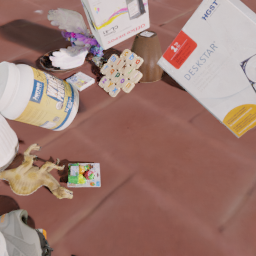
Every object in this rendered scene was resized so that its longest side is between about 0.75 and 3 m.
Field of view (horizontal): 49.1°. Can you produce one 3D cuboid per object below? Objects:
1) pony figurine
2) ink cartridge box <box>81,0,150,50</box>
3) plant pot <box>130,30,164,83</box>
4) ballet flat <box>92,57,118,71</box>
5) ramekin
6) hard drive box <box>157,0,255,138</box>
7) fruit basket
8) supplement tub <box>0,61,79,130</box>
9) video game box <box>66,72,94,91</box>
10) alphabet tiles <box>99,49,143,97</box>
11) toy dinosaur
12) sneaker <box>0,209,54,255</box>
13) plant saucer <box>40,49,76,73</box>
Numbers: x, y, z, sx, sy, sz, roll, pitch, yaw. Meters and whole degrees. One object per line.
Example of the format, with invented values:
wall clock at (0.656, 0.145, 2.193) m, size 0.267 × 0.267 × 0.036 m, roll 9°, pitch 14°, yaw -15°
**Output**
pony figurine at (-1.707, -3.334, 10.466) m, size 2.367 × 2.042 × 2.452 m, roll -3°, pitch 21°, yaw -10°
ink cartridge box at (-0.379, -3.572, 7.820) m, size 1.702 × 2.306 × 0.987 m, roll -28°, pitch 63°, yaw -4°
plant pot at (0.624, -2.595, 9.864) m, size 1.388 × 1.486 × 1.388 m, roll 0°, pitch 40°, yaw 0°
ballet flat at (-0.820, -2.368, 10.475) m, size 1.279 × 0.460 × 0.460 m, roll 13°, pitch 46°, yaw 14°
ramekin at (-4.055, 0.300, 7.229) m, size 2.117 × 1.111 × 2.117 m, roll 0°, pitch 44°, yaw 0°
hard drive box at (1.525, -0.938, 4.137) m, size 1.719 × 1.340 × 0.660 m, roll 44°, pitch 39°, yaw 7°
fruit basket at (-1.083, 1.137, 6.911) m, size 0.789 × 0.370 × 0.731 m, roll -2°, pitch 44°, yaw -6°
supplement tub at (-2.519, -0.821, 7.548) m, size 2.024 × 1.464 × 1.464 m, roll 18°, pitch 27°, yaw -44°
video game box at (-1.690, -1.656, 9.906) m, size 0.750 × 0.176 × 0.684 m, roll 31°, pitch 50°, yaw 28°
alphabet tiles at (-0.253, -1.869, 9.530) m, size 1.598 × 0.119 × 1.634 m, roll -52°, pitch 54°, yaw 6°
toy dinosaur at (-2.476, 1.053, 6.749) m, size 2.495 × 0.726 × 1.262 m, roll 7°, pitch 46°, yaw 7°
sneaker at (-1.751, 2.512, 5.063) m, size 1.102 × 1.027 × 2.778 m, roll -28°, pitch 50°, yaw -32°
plant saucer at (-2.547, -2.549, 10.767) m, size 1.590 × 0.255 × 1.590 m, roll 1°, pitch 44°, yaw -1°
